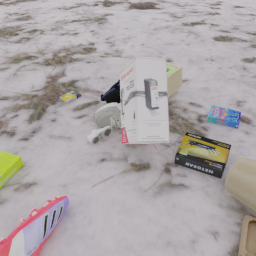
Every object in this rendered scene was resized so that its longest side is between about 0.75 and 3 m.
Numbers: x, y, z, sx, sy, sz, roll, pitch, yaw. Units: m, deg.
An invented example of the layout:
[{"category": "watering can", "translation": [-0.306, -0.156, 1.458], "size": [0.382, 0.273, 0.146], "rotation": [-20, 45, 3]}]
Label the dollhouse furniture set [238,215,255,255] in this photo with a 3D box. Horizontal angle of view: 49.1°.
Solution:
[{"category": "dollhouse furniture set", "translation": [3.869, 2.569, 6.954], "size": [1.711, 1.394, 1.627], "rotation": [15, 40, 19]}]

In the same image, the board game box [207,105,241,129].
[{"category": "board game box", "translation": [4.095, -0.491, 11.911], "size": [1.273, 0.286, 0.968], "rotation": [14, 39, 17]}]

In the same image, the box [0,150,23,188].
[{"category": "box", "translation": [-4.514, 1.542, 9.074], "size": [1.198, 0.468, 1.965], "rotation": [13, 39, 17]}]

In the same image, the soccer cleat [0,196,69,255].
[{"category": "soccer cleat", "translation": [-2.450, 2.801, 7.261], "size": [0.921, 1.056, 2.761], "rotation": [-30, 4, 38]}]

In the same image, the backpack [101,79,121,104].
[{"category": "backpack", "translation": [-0.042, -1.577, 12.209], "size": [1.258, 1.567, 1.712], "rotation": [50, 49, -9]}]

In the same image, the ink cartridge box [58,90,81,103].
[{"category": "ink cartridge box", "translation": [-2.815, -1.533, 13.378], "size": [0.837, 0.197, 0.827], "rotation": [27, 45, 29]}]

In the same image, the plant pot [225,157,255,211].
[{"category": "plant pot", "translation": [3.799, 1.678, 8.018], "size": [1.793, 1.793, 1.641], "rotation": [-30, 37, -33]}]

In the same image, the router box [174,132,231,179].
[{"category": "router box", "translation": [2.629, 0.917, 9.838], "size": [1.664, 0.435, 1.309], "rotation": [16, 46, 20]}]

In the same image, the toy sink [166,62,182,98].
[{"category": "toy sink", "translation": [1.403, -2.152, 13.122], "size": [1.357, 1.166, 2.082], "rotation": [28, 53, 35]}]

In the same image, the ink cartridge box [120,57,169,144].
[{"category": "ink cartridge box", "translation": [0.506, -0.839, 9.687], "size": [1.164, 2.745, 1.999], "rotation": [1, -5, -17]}]

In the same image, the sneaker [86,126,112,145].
[{"category": "sneaker", "translation": [-1.140, 0.179, 10.913], "size": [1.180, 0.460, 0.586], "rotation": [-30, 43, -34]}]

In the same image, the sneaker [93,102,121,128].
[{"category": "sneaker", "translation": [-0.041, -0.287, 11.117], "size": [2.707, 1.025, 1.245], "rotation": [-4, 45, 0]}]
